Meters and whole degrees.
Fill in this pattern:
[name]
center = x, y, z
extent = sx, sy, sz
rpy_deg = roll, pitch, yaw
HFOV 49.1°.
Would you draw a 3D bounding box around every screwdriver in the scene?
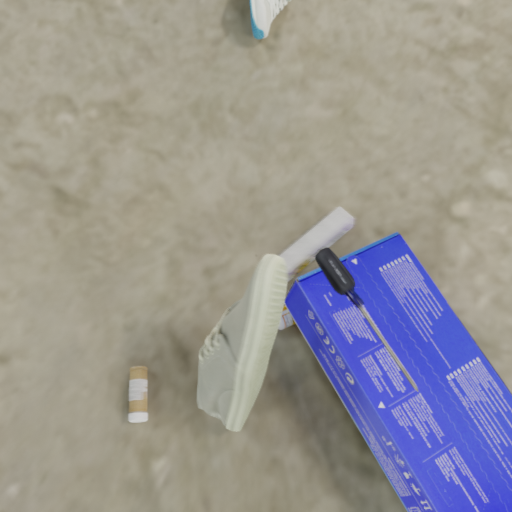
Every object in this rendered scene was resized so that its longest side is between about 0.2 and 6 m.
[screwdriver]
center = 1.431, 0.769, 7.045
extent = 0.307, 0.294, 2.109
rpy_deg = -32, 80, -34

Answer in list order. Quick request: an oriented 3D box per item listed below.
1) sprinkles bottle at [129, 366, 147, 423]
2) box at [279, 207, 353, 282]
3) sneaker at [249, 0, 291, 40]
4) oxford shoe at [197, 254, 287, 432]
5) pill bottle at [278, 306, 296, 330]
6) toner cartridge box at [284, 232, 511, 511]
[sprinkles bottle]
center = -1.862, 2.184, 8.845
extent = 0.287, 0.287, 0.841
rpy_deg = -4, 67, -2
[box]
center = 0.933, -0.153, 9.703
extent = 1.777, 0.344, 0.368
rpy_deg = -40, 65, -14
[sneaker]
center = 0.312, -5.385, 11.500
extent = 0.854, 0.809, 2.114
rpy_deg = 7, 71, 3
[oxford shoe]
center = -0.284, 1.268, 7.717
extent = 0.951, 3.294, 1.239
rpy_deg = 24, 43, 10
[pill bottle]
center = 0.466, 1.009, 9.234
extent = 0.615, 0.342, 0.342
rpy_deg = -21, 70, -21
[toner cartridge box]
center = 2.414, 1.933, 8.434
extent = 2.071, 0.941, 4.360
rpy_deg = -23, 70, -21
